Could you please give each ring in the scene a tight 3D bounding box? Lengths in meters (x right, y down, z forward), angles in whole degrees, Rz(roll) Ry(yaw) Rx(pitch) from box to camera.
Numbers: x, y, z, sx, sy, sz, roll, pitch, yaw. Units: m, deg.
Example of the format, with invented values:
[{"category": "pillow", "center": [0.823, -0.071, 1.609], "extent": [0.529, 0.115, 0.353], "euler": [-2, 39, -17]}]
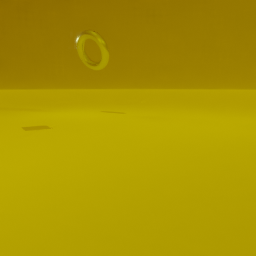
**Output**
[{"category": "ring", "center": [-1.451, -3.166, 11.465], "extent": [1.657, 1.657, 0.331], "euler": [7, 34, 38]}]
